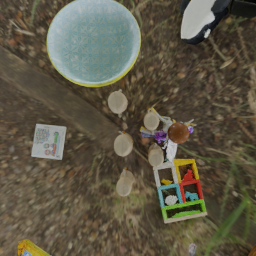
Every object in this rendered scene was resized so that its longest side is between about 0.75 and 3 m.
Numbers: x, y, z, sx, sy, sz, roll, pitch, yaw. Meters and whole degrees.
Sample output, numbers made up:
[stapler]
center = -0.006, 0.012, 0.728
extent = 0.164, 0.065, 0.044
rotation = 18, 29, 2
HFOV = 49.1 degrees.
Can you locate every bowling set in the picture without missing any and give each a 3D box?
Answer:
[bowling set]
center = 0.498, 0.321, 6.703
extent = 1.781, 1.374, 2.559
rotation = -2, 93, 4

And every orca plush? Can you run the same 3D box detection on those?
[orca plush]
center = 2.367, -3.549, 7.816
extent = 1.541, 1.041, 2.929
rotation = -1, 71, 45

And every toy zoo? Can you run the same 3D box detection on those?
[toy zoo]
center = 1.288, 1.468, 7.153
extent = 1.101, 0.172, 1.678
rotation = -10, 81, -2

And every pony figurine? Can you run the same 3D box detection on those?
[pony figurine]
center = 0.961, 0.122, 7.030
extent = 1.231, 1.025, 1.188
rotation = 19, 66, 25

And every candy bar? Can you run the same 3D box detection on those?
[candy bar]
center = -1.467, 3.316, 6.272
extent = 2.497, 0.623, 0.277
rotation = 31, 40, 9

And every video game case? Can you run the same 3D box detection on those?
[video game case]
center = -2.082, 0.358, 7.378
extent = 0.793, 0.103, 0.871
rotation = 6, 81, 1

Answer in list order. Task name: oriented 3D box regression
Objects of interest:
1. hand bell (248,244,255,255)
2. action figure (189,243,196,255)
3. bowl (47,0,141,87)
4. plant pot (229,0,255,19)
[hand bell]
center = 3.644, 2.368, 6.638
extent = 1.460, 1.460, 2.804
rotation = 32, 94, 5
[action figure]
center = 1.467, 3.768, 6.545
extent = 1.953, 1.308, 1.454
rotation = 28, 125, 17
[bowl]
center = -0.824, -2.011, 7.211
extent = 2.252, 1.212, 2.252
rotation = 0, 82, -1
[plant pot]
center = 3.302, -3.574, 7.663
extent = 0.971, 0.861, 0.968
rotation = 13, 81, 3
